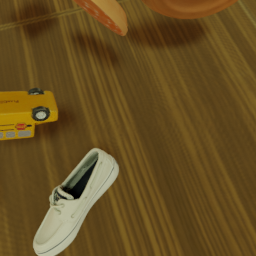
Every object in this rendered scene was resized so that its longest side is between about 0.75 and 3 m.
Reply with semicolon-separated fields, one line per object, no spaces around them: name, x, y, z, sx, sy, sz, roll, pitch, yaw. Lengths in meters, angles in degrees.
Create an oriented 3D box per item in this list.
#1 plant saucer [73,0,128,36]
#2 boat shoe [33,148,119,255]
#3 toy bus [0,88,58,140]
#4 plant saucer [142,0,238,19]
plant saucer;-0.704;-2.513;5.452;1.843;1.843;0.345;39;97;16
boat shoe;-0.946;1.134;4.474;0.703;0.624;1.910;23;73;41
toy bus;-2.134;-0.193;4.615;1.830;0.716;0.596;-5;46;-26
plant saucer;1.451;-3.025;5.426;2.721;2.721;0.509;-7;73;-3
